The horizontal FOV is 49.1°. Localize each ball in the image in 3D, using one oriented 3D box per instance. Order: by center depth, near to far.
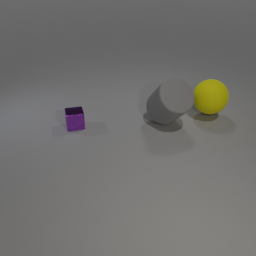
[{"bbox_3d":[3.335,-1.261,11.333,1.400,1.400,1.400,0,32,0],"label":"ball"}]

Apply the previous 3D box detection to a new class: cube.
[{"bbox_3d":[-2.106,-0.368,11.098,0.700,0.700,0.700,-7,32,-13],"label":"cube"}]

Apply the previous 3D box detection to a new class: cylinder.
[{"bbox_3d":[1.574,-0.991,10.621,1.400,1.400,1.400,5,73,-16],"label":"cylinder"}]
